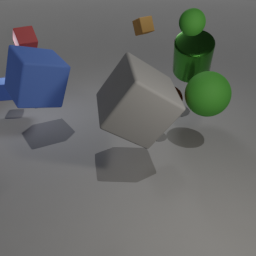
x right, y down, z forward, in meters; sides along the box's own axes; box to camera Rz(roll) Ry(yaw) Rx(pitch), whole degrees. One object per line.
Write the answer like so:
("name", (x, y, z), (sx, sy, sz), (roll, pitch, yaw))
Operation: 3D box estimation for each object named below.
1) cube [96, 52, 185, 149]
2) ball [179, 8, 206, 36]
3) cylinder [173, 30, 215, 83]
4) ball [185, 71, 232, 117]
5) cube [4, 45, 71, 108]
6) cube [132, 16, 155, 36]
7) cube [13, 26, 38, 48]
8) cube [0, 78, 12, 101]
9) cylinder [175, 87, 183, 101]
("cube", (0.228, -0.630, 6.617), (1.400, 1.400, 1.400), (25, 31, -28))
("ball", (1.709, -2.813, 7.449), (0.700, 0.700, 0.700), (0, 28, 0))
("cylinder", (2.372, -2.617, 10.265), (1.400, 1.400, 1.400), (-3, 58, 5))
("ball", (2.468, -1.051, 8.688), (1.400, 1.400, 1.400), (0, 28, 0))
("cube", (-2.788, -1.544, 8.518), (1.400, 1.400, 1.400), (-5, 36, -39))
("cube", (0.731, -4.837, 13.269), (0.700, 0.700, 0.700), (-20, 15, -25))
("cube", (-3.839, -3.287, 10.474), (0.700, 0.700, 0.700), (-19, -9, -25))
("cube", (-4.869, -1.555, 11.178), (0.700, 0.700, 0.700), (-5, 34, -5))
("cylinder", (1.291, -0.912, 9.069), (0.700, 0.700, 0.700), (-18, -6, -29))
